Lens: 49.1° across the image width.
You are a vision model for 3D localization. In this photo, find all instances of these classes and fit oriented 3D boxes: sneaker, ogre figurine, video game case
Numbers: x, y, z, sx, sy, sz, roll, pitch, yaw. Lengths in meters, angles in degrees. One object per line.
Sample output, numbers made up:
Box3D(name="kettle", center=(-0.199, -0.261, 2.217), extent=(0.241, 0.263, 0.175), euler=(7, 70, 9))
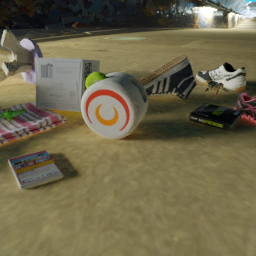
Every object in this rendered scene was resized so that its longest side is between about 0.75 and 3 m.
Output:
Box3D(name="sneaker", center=(4.438, -0.647, 9.341), extent=(0.751, 0.906, 1.900), euler=(-15, 30, -35))
Box3D(name="ogre figurine", center=(-3.828, -0.441, 9.029), extent=(0.819, 0.402, 0.491), euler=(9, 10, -10))
Box3D(name="sneaker", center=(4.483, -2.622, 13.454), extent=(0.981, 1.137, 2.593), euler=(-23, 31, -38))
Box3D(name="sneaker", center=(1.450, -1.624, 11.636), extent=(2.899, 1.573, 1.016), euler=(-29, 26, 10))
Box3D(name="video game case", center=(-2.240, 0.953, 6.711), extent=(0.954, 0.116, 1.334), euler=(-15, 28, -28))

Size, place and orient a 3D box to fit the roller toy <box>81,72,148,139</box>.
Box3D(name="roller toy", center=(-0.357, -0.676, 8.334), extent=(1.774, 1.945, 1.359), euler=(16, 29, 12))

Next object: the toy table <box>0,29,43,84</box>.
Box3D(name="toy table", center=(-5.356, -3.277, 13.419), extent=(1.701, 2.670, 2.904), euler=(-1, 30, -44))

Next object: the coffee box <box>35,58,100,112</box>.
Box3D(name="coffee box", center=(-2.132, -1.625, 10.171), extent=(1.751, 1.754, 1.734), euler=(6, 14, 13))

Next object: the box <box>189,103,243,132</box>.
Box3D(name="box", center=(2.976, -0.402, 9.449), extent=(1.367, 0.336, 1.416), euler=(17, 28, 32))

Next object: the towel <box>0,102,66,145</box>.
Box3D(name="towel", center=(-3.761, -0.230, 8.957), extent=(2.967, 0.444, 2.171), euler=(-22, 33, -40))

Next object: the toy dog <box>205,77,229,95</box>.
Box3D(name="toy dog", center=(3.720, -1.745, 12.123), extent=(1.188, 0.572, 0.784), euler=(17, 41, -37))
